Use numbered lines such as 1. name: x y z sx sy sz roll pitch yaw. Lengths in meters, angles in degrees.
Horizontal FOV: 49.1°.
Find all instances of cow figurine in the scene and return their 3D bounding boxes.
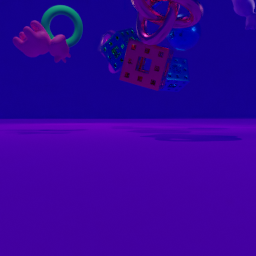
1. cow figurine: -2.124 -2.049 7.050 1.226 1.207 0.673 -21 32 38
2. cow figurine: 3.277 -3.272 7.703 0.598 1.073 1.090 -31 -44 22

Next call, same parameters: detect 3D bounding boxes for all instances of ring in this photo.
1. ring: -2.129 -3.251 9.071 1.325 1.325 0.265 -1 28 -17

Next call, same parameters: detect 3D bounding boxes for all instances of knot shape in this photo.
1. knot shape: -0.576 -3.017 11.641 0.798 1.727 1.616 -17 -34 8
2. knot shape: 0.638 -2.530 5.642 1.529 1.431 0.707 -11 29 34

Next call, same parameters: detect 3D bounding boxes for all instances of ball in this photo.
1. ball: 2.053 -3.541 10.378 1.286 1.286 1.286 0 2 0

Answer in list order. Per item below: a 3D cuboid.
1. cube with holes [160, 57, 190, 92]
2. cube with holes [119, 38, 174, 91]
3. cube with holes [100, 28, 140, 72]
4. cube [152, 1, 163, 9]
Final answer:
1. cube with holes: 1.916 -2.356 12.337 1.106 1.106 1.106 3 -18 -17
2. cube with holes: 0.526 -1.695 7.503 1.055 1.055 1.055 18 17 11
3. cube with holes: -0.157 -2.835 10.116 1.006 1.006 1.006 -31 4 39
4. cube: 0.562 -3.877 6.720 1.140 1.140 1.140 -37 -34 19
